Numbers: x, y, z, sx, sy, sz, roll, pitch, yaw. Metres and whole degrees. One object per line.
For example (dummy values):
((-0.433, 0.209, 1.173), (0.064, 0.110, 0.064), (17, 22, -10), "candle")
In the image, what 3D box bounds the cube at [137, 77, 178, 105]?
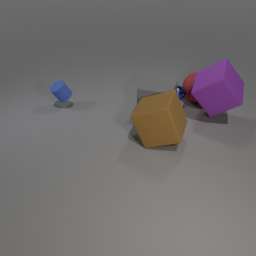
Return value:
((1.226, -1.202, 11.837), (1.400, 1.400, 1.400), (10, 32, 16), "cube")

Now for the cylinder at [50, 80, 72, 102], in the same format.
((-2.915, -1.605, 12.250), (0.700, 0.700, 0.700), (-18, 46, 19), "cylinder")

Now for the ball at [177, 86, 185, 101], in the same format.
((2.224, -1.555, 12.590), (0.700, 0.700, 0.700), (0, 32, 0), "ball")

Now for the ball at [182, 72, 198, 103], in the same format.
((3.214, -1.879, 12.923), (1.400, 1.400, 1.400), (0, 32, 0), "ball")

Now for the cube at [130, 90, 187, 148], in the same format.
((1.145, -0.310, 9.968), (1.400, 1.400, 1.400), (-11, 28, 28), "cube")

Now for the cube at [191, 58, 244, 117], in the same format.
((3.547, -1.570, 11.011), (1.400, 1.400, 1.400), (-24, 31, 41), "cube")
